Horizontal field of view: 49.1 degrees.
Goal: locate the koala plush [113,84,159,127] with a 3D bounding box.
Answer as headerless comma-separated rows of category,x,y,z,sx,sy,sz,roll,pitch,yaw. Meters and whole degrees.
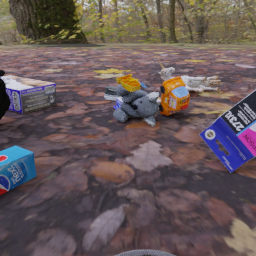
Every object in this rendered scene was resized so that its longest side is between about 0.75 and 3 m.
koala plush,0.449,-0.717,8.848,1.279,1.235,1.392,-1,13,-36

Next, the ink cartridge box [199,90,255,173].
ink cartridge box,2.746,-0.164,5.880,2.285,1.082,0.424,-38,-16,4

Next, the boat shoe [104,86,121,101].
boat shoe,-0.091,-1.459,11.534,1.819,0.645,0.656,1,20,3

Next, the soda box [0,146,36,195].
soda box,-2.639,0.944,5.148,0.619,0.586,1.826,13,25,32

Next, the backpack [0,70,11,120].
backpack,-4.937,-1.266,7.881,2.778,2.318,1.758,30,60,-5

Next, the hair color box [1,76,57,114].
hair color box,-4.393,-1.394,10.966,2.953,0.957,1.614,15,25,31

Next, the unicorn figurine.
unicorn figurine,2.765,-2.086,12.506,2.980,1.100,2.047,18,-1,-43

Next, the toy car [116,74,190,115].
toy car,0.906,-0.847,8.757,2.849,1.397,0.948,-7,36,-37

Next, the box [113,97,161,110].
box,0.379,-0.923,10.516,1.809,0.375,1.077,-6,21,-20

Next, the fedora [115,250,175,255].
fedora,0.168,1.898,2.240,1.613,0.823,1.823,-2,19,-6
